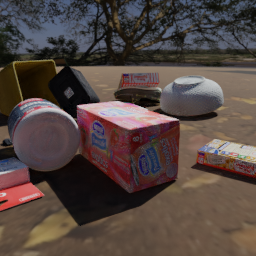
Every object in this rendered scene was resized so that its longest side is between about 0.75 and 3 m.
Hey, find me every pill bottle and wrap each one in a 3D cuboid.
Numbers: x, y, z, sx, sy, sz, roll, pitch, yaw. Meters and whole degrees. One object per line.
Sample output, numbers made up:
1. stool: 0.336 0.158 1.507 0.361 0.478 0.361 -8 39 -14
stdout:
1. pill bottle: -2.306 0.015 7.274 1.485 1.485 2.484 -8 17 -26

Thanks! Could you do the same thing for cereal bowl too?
1. cereal bowl: 2.823 -1.619 12.641 2.853 1.188 2.853 -7 24 3

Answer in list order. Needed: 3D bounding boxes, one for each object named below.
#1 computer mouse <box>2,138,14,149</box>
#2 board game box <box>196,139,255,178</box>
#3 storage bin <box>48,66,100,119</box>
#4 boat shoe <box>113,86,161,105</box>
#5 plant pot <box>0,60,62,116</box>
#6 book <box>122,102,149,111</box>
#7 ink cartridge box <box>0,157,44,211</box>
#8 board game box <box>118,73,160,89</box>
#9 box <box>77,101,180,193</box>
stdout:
1. computer mouse: -3.403 0.453 8.153 0.920 0.157 0.270 15 21 42
2. board game box: 2.640 0.701 6.871 1.546 0.358 1.171 12 20 36
3. storage bin: -2.091 -1.342 10.850 1.209 1.788 0.838 -39 -15 15
4. boat shoe: 0.521 -1.590 14.128 2.518 0.753 0.900 -2 -16 -13
5. plant pot: -4.425 -1.593 12.063 1.985 2.251 2.251 -4 12 30
6. book: -0.002 -0.856 12.460 1.127 0.405 1.687 -6 17 -28
7. ink cartridge box: -2.740 1.122 5.332 1.757 0.393 1.548 -13 19 -39
8. board game box: 0.454 -2.156 14.685 1.844 0.564 2.435 -3 -13 -8
9. box: -0.127 0.249 6.620 1.272 1.379 2.687 -9 19 -30
